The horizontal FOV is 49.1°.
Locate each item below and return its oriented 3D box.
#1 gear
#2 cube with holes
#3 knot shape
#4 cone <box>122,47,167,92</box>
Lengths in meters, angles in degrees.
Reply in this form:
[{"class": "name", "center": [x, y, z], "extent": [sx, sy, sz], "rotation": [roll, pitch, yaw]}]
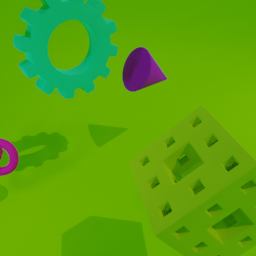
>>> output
[{"class": "gear", "center": [-0.996, -1.400, 4.809], "extent": [1.761, 1.761, 0.326], "rotation": [-26, 40, -26]}, {"class": "cube with holes", "center": [0.881, 0.678, 3.174], "extent": [1.107, 1.107, 1.107], "rotation": [-39, 33, 11]}, {"class": "knot shape", "center": [-2.651, 0.653, 5.192], "extent": [1.073, 0.496, 1.004], "rotation": [16, 62, 16]}, {"class": "cone", "center": [0.537, -1.188, 6.211], "extent": [0.960, 0.956, 0.956], "rotation": [8, 34, -37]}]
